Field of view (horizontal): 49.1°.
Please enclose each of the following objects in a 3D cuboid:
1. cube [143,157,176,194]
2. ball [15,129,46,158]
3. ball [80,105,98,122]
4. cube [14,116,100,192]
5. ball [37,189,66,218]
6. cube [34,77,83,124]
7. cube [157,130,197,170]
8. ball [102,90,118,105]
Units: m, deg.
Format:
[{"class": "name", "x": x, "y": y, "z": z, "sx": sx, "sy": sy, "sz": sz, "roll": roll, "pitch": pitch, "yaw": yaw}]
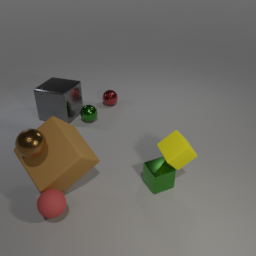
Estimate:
[{"class": "cube", "x": 0.902, "y": 1.380, "z": 8.219, "sx": 0.700, "sy": 0.700, "sz": 0.700, "roll": -14, "pitch": 34, "yaw": -22}, {"class": "ball", "x": -2.305, "y": 0.364, "z": 6.653, "sx": 0.700, "sy": 0.700, "sz": 0.700, "roll": 0, "pitch": 32, "yaw": 0}, {"class": "ball", "x": -1.593, "y": -0.606, "z": 11.429, "sx": 0.700, "sy": 0.700, "sz": 0.700, "roll": 0, "pitch": 32, "yaw": 0}, {"class": "cube", "x": -1.895, "y": 0.758, "z": 7.664, "sx": 1.400, "sy": 1.400, "sz": 1.400, "roll": -40, "pitch": 72, "yaw": 3}, {"class": "ball", "x": -1.879, "y": 1.857, "z": 6.896, "sx": 0.700, "sy": 0.700, "sz": 0.700, "roll": 0, "pitch": 32, "yaw": 0}, {"class": "cube", "x": -2.835, "y": -1.151, "z": 11.653, "sx": 1.400, "sy": 1.400, "sz": 1.400, "roll": 10, "pitch": 33, "yaw": 16}, {"class": "cube", "x": 1.375, "y": 0.624, "z": 7.859, "sx": 0.700, "sy": 0.700, "sz": 0.700, "roll": -39, "pitch": 48, "yaw": 13}, {"class": "ball", "x": -0.811, "y": -1.378, "z": 12.685, "sx": 0.700, "sy": 0.700, "sz": 0.700, "roll": 0, "pitch": 32, "yaw": 0}]
